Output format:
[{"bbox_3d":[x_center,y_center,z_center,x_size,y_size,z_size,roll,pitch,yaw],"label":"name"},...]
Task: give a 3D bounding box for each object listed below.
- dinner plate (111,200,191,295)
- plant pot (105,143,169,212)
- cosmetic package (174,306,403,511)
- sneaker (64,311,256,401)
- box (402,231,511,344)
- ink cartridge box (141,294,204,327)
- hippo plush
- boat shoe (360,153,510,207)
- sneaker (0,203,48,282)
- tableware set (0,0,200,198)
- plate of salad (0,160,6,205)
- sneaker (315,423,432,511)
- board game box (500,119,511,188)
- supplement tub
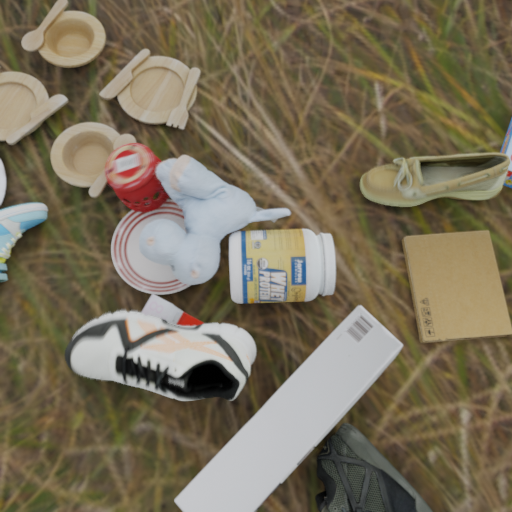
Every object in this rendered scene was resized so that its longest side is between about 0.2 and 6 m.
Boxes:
[{"bbox_3d":[-1.547,-0.146,9.316,1.689,0.205,1.689,1,69,-3],"label":"dinner plate"},{"bbox_3d":[-1.929,-1.284,9.124,0.948,0.863,0.948,-3,73,11],"label":"plant pot"},{"bbox_3d":[0.493,2.330,7.826,0.884,1.441,3.491,43,77,11],"label":"cosmetic package"},{"bbox_3d":[-1.420,1.498,8.112,2.814,1.126,1.037,0,114,2],"label":"sneaker"},{"bbox_3d":[3.253,0.479,9.117,1.461,0.190,1.788,-4,70,-2],"label":"box"},{"bbox_3d":[-1.419,1.147,8.846,0.933,0.266,0.758,26,77,12],"label":"ink cartridge box"},{"bbox_3d":[-0.899,-0.381,8.737,2.067,1.646,1.662,28,83,-9],"label":"hippo plush"},{"bbox_3d":[2.932,-1.353,9.326,2.354,0.741,0.859,2,57,8],"label":"boat shoe"},{"bbox_3d":[-4.125,-0.077,9.117,1.830,0.728,1.195,-25,91,-22],"label":"sneaker"},{"bbox_3d":[-3.136,-2.899,10.079,3.849,0.447,3.215,30,72,7],"label":"tableware set"},{"bbox_3d":[-5.379,-1.205,9.485,2.149,0.516,2.149,4,75,-14],"label":"plate of salad"},{"bbox_3d":[1.620,3.469,7.778,1.179,0.787,2.058,-44,73,-12],"label":"sneaker"},{"bbox_3d":[5.210,-1.801,9.767,1.667,0.476,1.702,23,72,8],"label":"board game box"},{"bbox_3d":[0.382,0.155,8.726,1.572,1.137,1.137,-2,71,-1],"label":"supplement tub"}]
